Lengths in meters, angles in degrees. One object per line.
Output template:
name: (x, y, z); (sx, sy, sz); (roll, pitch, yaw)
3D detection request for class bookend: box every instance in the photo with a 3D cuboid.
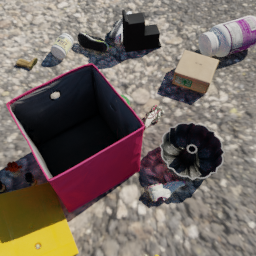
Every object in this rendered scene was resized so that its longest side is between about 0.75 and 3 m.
bookend: (0.647, -4.387, 12.489); (1.727, 1.738, 0.801); (-10, 59, -5)

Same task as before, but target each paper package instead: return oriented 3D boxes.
paper package: (2.840, -2.361, 11.799); (1.551, 0.802, 1.478); (21, 61, 11)

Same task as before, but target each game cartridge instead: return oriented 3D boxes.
game cartridge: (-2.866, 2.944, 8.203); (2.160, 0.398, 2.451); (-8, 57, -39)

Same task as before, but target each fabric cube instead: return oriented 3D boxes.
fabric cube: (-1.491, 0.359, 8.903); (2.903, 2.950, 2.959); (-30, 64, -16)

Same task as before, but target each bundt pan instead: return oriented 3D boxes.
bundt pan: (2.162, 0.921, 9.795); (2.200, 0.826, 2.200); (0, 58, 0)

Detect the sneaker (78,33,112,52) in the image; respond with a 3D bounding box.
sneaker: (-1.548, -3.951, 13.018); (1.704, 0.611, 0.705); (29, 38, 16)

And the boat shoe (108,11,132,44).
boat shoe: (-0.390, -4.868, 13.422); (0.684, 0.724, 2.018); (18, 67, 9)

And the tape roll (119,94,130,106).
tape roll: (-0.379, -0.945, 11.280); (0.891, 0.214, 0.891); (0, 59, 0)

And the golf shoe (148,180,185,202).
golf shoe: (1.323, 2.086, 9.356); (1.297, 0.488, 0.593); (-12, 74, -4)

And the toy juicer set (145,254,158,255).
toy juicer set: (0.726, 3.992, 8.276); (0.833, 0.227, 0.530); (13, 60, 8)

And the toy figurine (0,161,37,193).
toy figurine: (-3.760, 1.822, 9.311); (1.138, 0.804, 1.156); (28, 61, 10)

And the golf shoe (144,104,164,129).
golf shoe: (0.968, -0.391, 10.825); (0.520, 0.456, 1.182); (30, 63, 9)

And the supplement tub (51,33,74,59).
supplement tub: (-2.956, -3.714, 12.661); (0.725, 0.725, 1.001); (17, 61, 10)

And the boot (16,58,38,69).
boot: (-4.509, -2.972, 12.500); (0.753, 0.249, 0.660); (19, 61, 12)

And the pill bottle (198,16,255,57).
pill bottle: (4.486, -3.985, 12.441); (2.514, 1.411, 1.411); (-19, 61, -11)
